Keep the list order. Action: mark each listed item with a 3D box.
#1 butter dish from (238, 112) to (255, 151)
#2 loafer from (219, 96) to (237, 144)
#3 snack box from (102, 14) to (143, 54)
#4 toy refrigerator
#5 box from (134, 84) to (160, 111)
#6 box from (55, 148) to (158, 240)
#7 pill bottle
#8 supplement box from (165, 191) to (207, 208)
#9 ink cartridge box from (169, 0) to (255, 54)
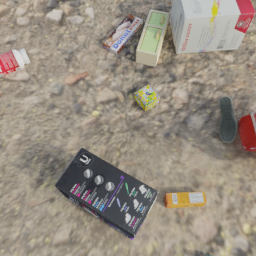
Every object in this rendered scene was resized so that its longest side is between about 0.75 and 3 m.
[{"bbox_3d":[5.498,0.495,9.403,2.959,2.951,2.187,-17,106,23],"label":"butter dish"},{"bbox_3d":[3.844,-0.289,10.642,0.671,0.622,1.785,-3,80,32],"label":"loafer"},{"bbox_3d":[-0.225,-4.295,12.727,0.791,0.268,2.201,30,69,13],"label":"snack box"},{"bbox_3d":[1.091,-3.987,12.260,0.933,0.860,2.459,14,65,7],"label":"toy refrigerator"},{"bbox_3d":[0.752,-1.204,11.185,0.730,0.463,0.758,-32,68,-14],"label":"box"},{"bbox_3d":[-0.641,2.119,8.941,2.802,1.713,1.486,28,67,12],"label":"box"},{"bbox_3d":[-4.928,-2.758,11.705,1.496,0.840,0.840,-25,68,-11],"label":"pill bottle"},{"bbox_3d":[1.943,2.437,9.508,1.338,0.445,0.460,0,63,-1],"label":"supplement box"},{"bbox_3d":[3.373,-4.659,11.899,2.827,2.054,2.044,-5,65,-3],"label":"ink cartridge box"}]
